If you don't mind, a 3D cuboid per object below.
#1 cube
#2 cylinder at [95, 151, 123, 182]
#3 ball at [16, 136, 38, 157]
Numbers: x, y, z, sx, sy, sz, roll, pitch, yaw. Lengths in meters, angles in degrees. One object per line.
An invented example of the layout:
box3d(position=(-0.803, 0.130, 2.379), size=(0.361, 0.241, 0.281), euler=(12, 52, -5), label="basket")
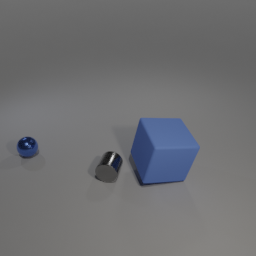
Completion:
box3d(position=(1.041, 0.650, 8.410), size=(1.400, 1.400, 1.400), euler=(0, 38, -19), label="cube")
box3d(position=(-0.576, 1.191, 8.629), size=(0.700, 0.700, 0.700), euler=(7, 31, 11), label="cylinder")
box3d(position=(-3.432, 0.639, 9.561), size=(0.700, 0.700, 0.700), euler=(0, 31, 0), label="ball")
